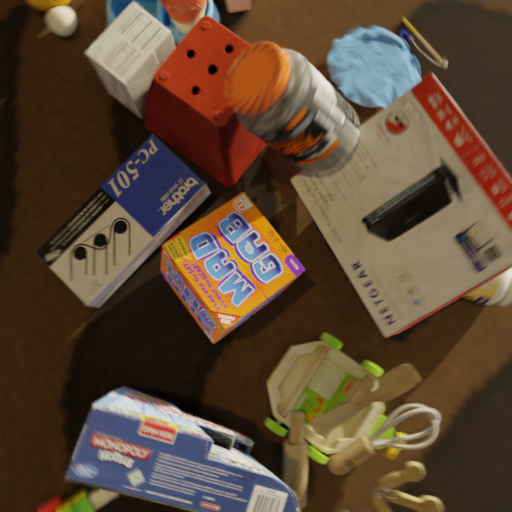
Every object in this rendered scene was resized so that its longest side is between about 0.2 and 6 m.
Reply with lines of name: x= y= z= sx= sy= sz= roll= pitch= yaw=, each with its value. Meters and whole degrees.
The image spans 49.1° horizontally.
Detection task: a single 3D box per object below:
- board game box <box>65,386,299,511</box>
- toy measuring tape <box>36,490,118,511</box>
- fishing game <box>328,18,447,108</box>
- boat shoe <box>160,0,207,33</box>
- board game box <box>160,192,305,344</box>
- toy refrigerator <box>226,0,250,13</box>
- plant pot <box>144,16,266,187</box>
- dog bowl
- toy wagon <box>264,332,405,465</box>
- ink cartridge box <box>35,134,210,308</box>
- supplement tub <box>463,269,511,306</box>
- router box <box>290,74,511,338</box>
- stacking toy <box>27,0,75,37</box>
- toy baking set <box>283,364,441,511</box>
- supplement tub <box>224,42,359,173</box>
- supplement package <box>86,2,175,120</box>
board game box: x=-1.300 y=2.994 z=8.891 sx=3.246 sy=3.244 sz=1.001 roll=22 pitch=80 yaw=-17
toy measuring tape: x=-3.019 y=4.371 z=9.599 sx=2.286 sy=0.841 sz=0.841 roll=-30 pitch=83 yaw=-4
fishing game: x=2.255 y=-3.621 z=10.884 sx=2.627 sy=0.408 sz=1.881 roll=-37 pitch=77 yaw=-15
boat shoe: x=-1.326 y=-5.699 z=10.769 sx=1.139 sy=1.001 sz=3.201 roll=-3 pitch=60 yaw=1
board game box: x=-0.478 y=0.255 z=9.571 sx=1.657 sy=1.658 sz=1.656 roll=-35 pitch=83 yaw=-18
toy refrigerator: x=-0.479 y=-5.638 z=11.137 sx=0.488 sy=0.529 sz=1.394 roll=-9 pitch=83 yaw=-1
plant pot: x=-0.706 y=-2.893 z=10.057 sx=2.166 sy=1.909 sz=2.164 roll=37 pitch=84 yaw=4
dog bowl: x=-1.867 y=-4.767 z=11.003 sx=2.251 sy=0.558 sz=1.254 roll=2 pitch=82 yaw=1
toy wagon: x=1.444 y=2.690 z=9.982 sx=2.537 sy=0.502 sz=1.969 roll=34 pitch=84 yaw=4
ink cartridge box: x=-2.407 y=-0.624 z=10.270 sx=1.421 sy=0.669 sz=3.024 roll=44 pitch=86 yaw=8
supplement tub: x=3.975 y=0.342 z=10.093 sx=1.268 sy=0.922 sz=0.922 roll=18 pitch=82 yaw=3
router box: x=2.650 y=-0.771 z=9.421 sx=2.967 sy=0.808 sz=3.306 roll=-36 pitch=72 yaw=21
stacking toy: x=-4.070 y=-5.337 z=10.861 sx=1.574 sy=1.574 sz=2.155 roll=-25 pitch=101 yaw=-3
toy baking set: x=1.767 y=3.527 z=9.598 sx=2.705 sy=0.410 sz=3.524 roll=-2 pitch=97 yaw=3
supplement tub: x=0.589 y=-2.322 z=8.915 sx=1.365 sy=2.227 sz=1.365 roll=-14 pitch=67 yaw=34
supplement package: x=-2.167 y=-3.514 z=10.277 sx=0.895 sy=1.614 sz=1.257 roll=39 pitch=84 yaw=4
